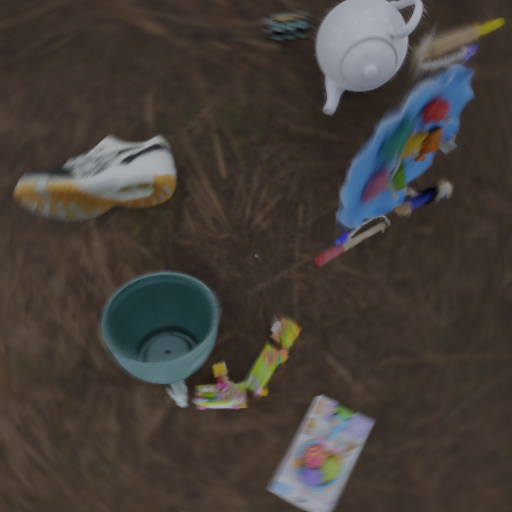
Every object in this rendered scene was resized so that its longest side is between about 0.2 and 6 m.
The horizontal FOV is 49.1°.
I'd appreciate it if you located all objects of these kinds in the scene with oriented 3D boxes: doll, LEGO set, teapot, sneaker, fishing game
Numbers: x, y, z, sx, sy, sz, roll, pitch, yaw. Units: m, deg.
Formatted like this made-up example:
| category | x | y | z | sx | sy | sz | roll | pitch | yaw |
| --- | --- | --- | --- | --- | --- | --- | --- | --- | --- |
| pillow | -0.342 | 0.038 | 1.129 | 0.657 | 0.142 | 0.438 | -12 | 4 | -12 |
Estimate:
| category | x | y | z | sx | sy | sz | roll | pitch | yaw |
| --- | --- | --- | --- | --- | --- | --- | --- | --- | --- |
| doll | 2.808 | -0.981 | 9.338 | 1.029 | 0.702 | 0.249 | -24 | 104 | -17 |
| LEGO set | -0.244 | 1.887 | 8.951 | 2.365 | 0.880 | 1.088 | -23 | 82 | -3 |
| teapot | 1.784 | -3.298 | 9.067 | 1.600 | 1.621 | 1.184 | -8 | 49 | 3 |
| sneaker | -2.688 | -1.386 | 9.530 | 2.640 | 0.999 | 1.157 | -6 | 63 | -2 |
| fishing game | 2.205 | -1.371 | 7.883 | 2.715 | 3.792 | 0.589 | -27 | 61 | -39 |

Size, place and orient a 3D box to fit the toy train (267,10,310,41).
| category | x | y | z | sx | sy | sz | roll | pitch | yaw |
| --- | --- | --- | --- | --- | --- | --- | --- | --- | --- |
| toy train | 0.577 | -4.187 | 10.143 | 0.784 | 0.334 | 0.447 | -8 | 69 | 1 |

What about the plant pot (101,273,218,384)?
| category | x | y | z | sx | sy | sz | roll | pitch | yaw |
| --- | --- | --- | --- | --- | --- | --- | --- | --- | --- |
| plant pot | -1.416 | 1.266 | 8.694 | 1.712 | 1.147 | 1.712 | 0 | 47 | 0 |

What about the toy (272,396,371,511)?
| category | x | y | z | sx | sy | sz | roll | pitch | yaw |
| --- | --- | --- | --- | --- | --- | --- | --- | --- | --- |
| toy | 1.069 | 3.254 | 8.999 | 0.987 | 0.405 | 1.714 | 27 | 83 | 4 |
